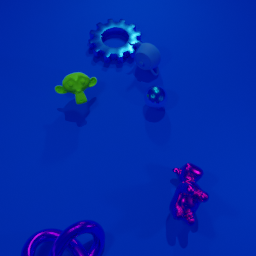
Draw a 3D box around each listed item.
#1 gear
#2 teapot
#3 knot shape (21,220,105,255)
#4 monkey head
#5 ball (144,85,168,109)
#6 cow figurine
[{"bbox_3d":[-0.467,-3.173,10.173,1.884,0.348,1.884,0,62,0],"label":"gear"},{"bbox_3d":[0.578,-2.378,9.380,1.481,0.921,0.725,50,58,-17],"label":"teapot"},{"bbox_3d":[-1.369,3.174,6.452,1.947,0.900,1.822,-10,76,-14],"label":"knot shape"},{"bbox_3d":[-1.531,-1.200,8.519,1.338,0.806,0.962,-16,97,-11],"label":"monkey head"},{"bbox_3d":[0.867,-0.953,8.705,0.738,0.738,0.738,0,62,0],"label":"ball"},{"bbox_3d":[1.489,1.649,7.238,0.805,1.443,1.466,28,89,-9],"label":"cow figurine"}]
